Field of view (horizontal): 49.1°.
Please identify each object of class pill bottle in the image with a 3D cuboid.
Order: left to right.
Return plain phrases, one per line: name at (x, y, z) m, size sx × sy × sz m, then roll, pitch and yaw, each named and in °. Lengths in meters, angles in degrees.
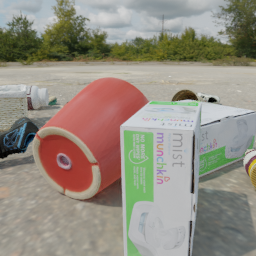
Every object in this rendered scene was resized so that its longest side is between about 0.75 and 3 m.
pill bottle at (-5.201, -1.559, 14.290) m, size 2.116 × 1.195 × 1.195 m, roll 0°, pitch 16°, yaw -5°

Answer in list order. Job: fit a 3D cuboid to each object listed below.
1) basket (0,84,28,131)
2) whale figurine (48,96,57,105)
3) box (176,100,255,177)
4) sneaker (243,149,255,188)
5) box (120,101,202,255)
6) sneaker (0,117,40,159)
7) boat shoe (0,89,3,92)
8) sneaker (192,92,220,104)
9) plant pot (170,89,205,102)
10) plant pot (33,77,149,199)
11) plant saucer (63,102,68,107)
basket at (-4.933, -0.841, 11.091) m, size 1.932 × 1.554 × 1.914 m, roll -6°, pitch 17°, yaw -17°
whale figurine at (-4.313, -1.437, 15.470) m, size 0.831 × 0.431 × 0.661 m, roll -26°, pitch 23°, yaw -3°
box at (1.710, 0.113, 7.989) m, size 2.909 × 1.406 × 2.567 m, roll -12°, pitch 20°, yaw -36°
sneaker at (4.130, 0.796, 6.209) m, size 2.901 × 1.087 × 1.307 m, roll 4°, pitch 23°, yaw 10°
box at (0.642, 0.758, 4.507) m, size 1.016 × 2.101 × 1.854 m, roll 4°, pitch 17°, yaw 17°
sneaker at (-3.150, 0.446, 7.445) m, size 0.748 × 0.668 × 1.826 m, roll 37°, pitch 60°, yaw 13°
boat shoe at (-4.903, -1.072, 10.868) m, size 0.734 × 2.040 × 0.670 m, roll -15°, pitch 47°, yaw 27°
sneaker at (4.239, -1.618, 15.518) m, size 1.662 × 0.616 × 0.736 m, roll 5°, pitch 14°, yaw 19°
plant pot at (2.761, -0.974, 12.304) m, size 1.401 × 1.401 × 1.282 m, roll 12°, pitch 9°, yaw 37°
plant pot at (-0.772, 0.280, 6.251) m, size 2.365 × 2.365 × 2.092 m, roll 9°, pitch 29°, yaw 27°
plant saucer at (-2.743, -1.244, 14.891) m, size 1.407 × 0.257 × 1.407 m, roll -1°, pitch 15°, yaw 0°
